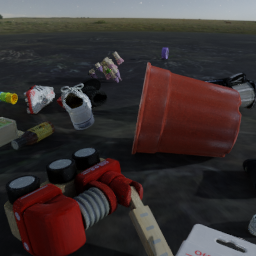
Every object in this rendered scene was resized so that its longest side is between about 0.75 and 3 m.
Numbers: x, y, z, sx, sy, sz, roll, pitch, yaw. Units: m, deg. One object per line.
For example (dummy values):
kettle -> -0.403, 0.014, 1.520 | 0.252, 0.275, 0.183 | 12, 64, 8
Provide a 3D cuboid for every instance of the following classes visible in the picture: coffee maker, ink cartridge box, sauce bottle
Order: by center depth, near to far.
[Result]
ink cartridge box -> 1.222, 2.713, 4.120 | 1.481, 0.858, 2.543 | 14, 29, 29
sauce bottle -> -3.342, 0.263, 9.926 | 0.550, 0.550, 1.668 | 12, 26, 24
coffee maker -> 4.153, -1.453, 12.851 | 2.465, 1.660, 2.367 | -9, 1, -23

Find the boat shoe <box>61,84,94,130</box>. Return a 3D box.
boat shoe -> -2.115, -1.116, 10.881 | 1.108, 1.279, 3.000 | -21, 31, -5

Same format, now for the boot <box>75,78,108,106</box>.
boot -> -1.662, -1.799, 13.989 | 1.764, 0.888, 2.360 | 8, 35, 33

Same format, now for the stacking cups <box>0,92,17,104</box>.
stacking cups -> -5.374, -1.361, 11.711 | 1.457, 0.441, 0.441 | 13, 27, 13

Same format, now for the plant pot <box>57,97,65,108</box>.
plant pot -> -2.703, -1.294, 12.739 | 0.813, 0.813, 0.719 | 17, 68, 33

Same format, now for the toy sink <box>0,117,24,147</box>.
toy sink -> -4.512, 0.073, 10.137 | 0.821, 0.705, 1.259 | 14, 28, 28

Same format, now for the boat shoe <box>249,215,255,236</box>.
boat shoe -> 3.293, 2.014, 6.126 | 1.336, 0.476, 0.466 | -6, 25, -13

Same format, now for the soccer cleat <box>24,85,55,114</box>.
soccer cleat -> -4.103, -1.435, 13.197 | 1.245, 1.003, 2.924 | -7, 21, -10

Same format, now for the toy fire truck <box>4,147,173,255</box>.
toy fire truck -> -0.641, 1.780, 5.593 | 2.827, 1.819, 2.488 | 9, 23, 42

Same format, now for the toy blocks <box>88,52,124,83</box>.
toy blocks -> -1.157, -3.393, 17.366 | 1.894, 1.594, 1.770 | -37, 7, -18

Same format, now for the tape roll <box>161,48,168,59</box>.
tape roll -> 3.214, -6.502, 24.374 | 0.410, 0.964, 0.964 | 9, 26, 17

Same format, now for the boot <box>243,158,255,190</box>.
boot -> 4.051, 1.262, 7.616 | 1.547, 0.591, 1.300 | -5, 20, 6

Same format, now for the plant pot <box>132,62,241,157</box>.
plant pot -> 1.782, -0.382, 8.900 | 2.884, 2.965, 2.965 | 10, 25, 2
